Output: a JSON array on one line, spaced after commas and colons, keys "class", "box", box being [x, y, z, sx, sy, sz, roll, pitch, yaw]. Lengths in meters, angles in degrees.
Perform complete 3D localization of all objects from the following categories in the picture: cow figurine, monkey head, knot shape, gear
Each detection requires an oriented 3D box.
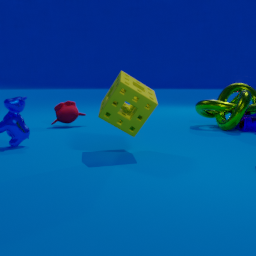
[{"class": "cow figurine", "box": [-2.211, -0.163, 5.585, 0.863, 0.877, 0.481, -45, 24, -19]}, {"class": "monkey head", "box": [-1.850, -0.432, 8.418, 1.068, 0.644, 0.768, -17, -1, -21]}, {"class": "knot shape", "box": [2.911, -0.590, 7.897, 1.874, 0.866, 1.754, -20, 16, 12]}, {"class": "gear", "box": [3.986, -0.163, 7.910, 2.082, 0.385, 2.082, 0, 9, 0]}]

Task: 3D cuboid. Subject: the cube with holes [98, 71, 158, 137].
[{"class": "cube with holes", "box": [-0.006, -0.439, 4.990, 0.731, 0.731, 0.731, 30, 22, -14]}]
